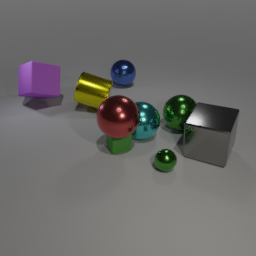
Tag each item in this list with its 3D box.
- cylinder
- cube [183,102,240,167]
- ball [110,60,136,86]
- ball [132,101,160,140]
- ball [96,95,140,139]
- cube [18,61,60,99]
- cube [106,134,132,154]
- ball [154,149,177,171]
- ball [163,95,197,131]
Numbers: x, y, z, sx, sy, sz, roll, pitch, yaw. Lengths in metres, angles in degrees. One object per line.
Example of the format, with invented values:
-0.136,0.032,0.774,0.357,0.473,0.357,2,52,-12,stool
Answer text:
-1.523,-1.618,12.394,1.400,1.400,1.400,18,29,-4,cylinder
2.724,0.181,9.214,1.400,1.400,1.400,14,40,26,cube
-0.263,-2.984,15.146,1.400,1.400,1.400,0,29,0,ball
0.481,-0.272,10.272,1.400,1.400,1.400,0,29,0,ball
-0.313,-0.351,8.972,1.400,1.400,1.400,0,29,0,ball
-4.051,-2.138,12.780,1.400,1.400,1.400,1,-1,-44,cube
-0.327,0.377,9.753,0.700,0.700,0.700,-11,37,-20,cube
1.167,0.994,8.694,0.700,0.700,0.700,0,29,0,ball
2.045,-0.590,10.852,1.400,1.400,1.400,0,29,0,ball
